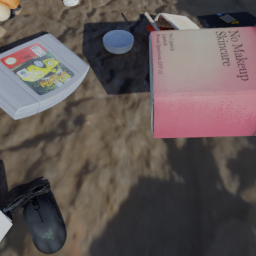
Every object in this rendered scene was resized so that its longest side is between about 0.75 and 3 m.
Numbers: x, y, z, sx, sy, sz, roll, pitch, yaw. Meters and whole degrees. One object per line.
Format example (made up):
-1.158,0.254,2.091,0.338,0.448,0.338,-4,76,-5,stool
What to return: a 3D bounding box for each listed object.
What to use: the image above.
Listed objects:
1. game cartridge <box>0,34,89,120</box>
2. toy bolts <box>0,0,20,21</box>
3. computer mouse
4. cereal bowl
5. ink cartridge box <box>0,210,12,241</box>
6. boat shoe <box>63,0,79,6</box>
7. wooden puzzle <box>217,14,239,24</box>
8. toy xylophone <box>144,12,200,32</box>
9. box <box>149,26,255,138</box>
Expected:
-2.448,-1.478,7.686,1.893,0.581,2.844,42,49,2,game cartridge
-3.255,-3.075,5.876,1.630,1.557,1.130,13,92,0,toy bolts
-1.806,1.822,5.675,1.049,0.399,1.515,-30,57,-22,computer mouse
-0.312,-2.796,9.304,1.026,0.427,1.026,0,52,1,cereal bowl
-3.489,2.187,5.065,1.544,0.899,2.135,20,55,15,ink cartridge box
-2.409,-5.928,11.547,0.821,0.782,2.281,1,52,1,boat shoe
3.759,-4.113,10.570,0.520,0.090,0.772,-18,54,-19,wooden puzzle
1.536,-2.907,8.861,2.027,0.696,2.769,2,43,-20,toy xylophone
1.625,-0.804,5.065,2.456,1.338,1.570,-2,58,4,box
